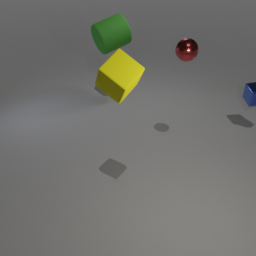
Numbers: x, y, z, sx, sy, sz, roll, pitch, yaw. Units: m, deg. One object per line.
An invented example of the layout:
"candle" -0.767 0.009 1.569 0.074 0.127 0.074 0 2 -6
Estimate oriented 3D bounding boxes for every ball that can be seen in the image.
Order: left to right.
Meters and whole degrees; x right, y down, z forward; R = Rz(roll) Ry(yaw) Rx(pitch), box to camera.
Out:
"ball" 1.801 -2.385 8.559 0.700 0.700 0.700 0 31 0

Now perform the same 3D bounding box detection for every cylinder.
"cylinder" -0.760 -4.267 12.734 1.400 1.400 1.400 -29 39 -14

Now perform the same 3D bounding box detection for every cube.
"cube" -0.188 -1.086 5.946 0.700 0.700 0.700 38 67 2
"cube" 5.163 -1.371 11.325 0.700 0.700 0.700 -8 44 -1
